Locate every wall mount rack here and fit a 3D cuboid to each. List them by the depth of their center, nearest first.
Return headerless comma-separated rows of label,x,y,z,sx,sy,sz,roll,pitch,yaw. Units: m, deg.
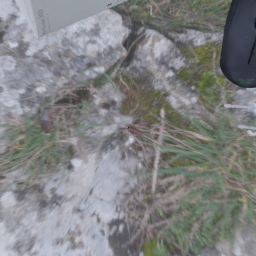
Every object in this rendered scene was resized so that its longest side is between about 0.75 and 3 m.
wall mount rack,2.210,-0.040,4.959,0.428,1.147,0.996,-33,34,17

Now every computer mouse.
computer mouse,1.879,-1.429,4.220,1.614,2.330,0.614,15,53,25

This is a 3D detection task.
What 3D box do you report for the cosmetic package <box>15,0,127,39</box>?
cosmetic package,-0.803,-2.529,4.657,2.162,1.220,0.877,-32,83,-15
